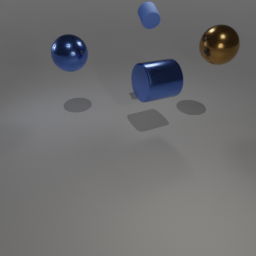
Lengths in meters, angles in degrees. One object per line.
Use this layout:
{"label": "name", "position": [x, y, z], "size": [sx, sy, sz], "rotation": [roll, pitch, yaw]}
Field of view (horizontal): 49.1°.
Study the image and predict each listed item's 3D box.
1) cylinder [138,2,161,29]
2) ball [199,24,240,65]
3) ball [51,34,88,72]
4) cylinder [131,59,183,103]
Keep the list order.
{"label": "cylinder", "position": [0.779, -4.166, 10.372], "size": [0.700, 0.700, 0.700], "rotation": [-8, 56, -12]}
{"label": "ball", "position": [3.283, -2.985, 10.091], "size": [1.400, 1.400, 1.400], "rotation": [0, 32, 0]}
{"label": "ball", "position": [-2.233, -2.861, 10.729], "size": [1.400, 1.400, 1.400], "rotation": [0, 32, 0]}
{"label": "cylinder", "position": [1.039, -1.724, 10.148], "size": [1.400, 1.400, 1.400], "rotation": [-13, 34, -24]}
